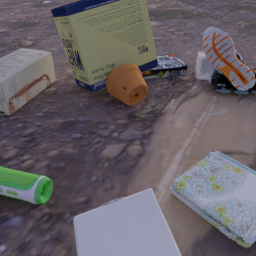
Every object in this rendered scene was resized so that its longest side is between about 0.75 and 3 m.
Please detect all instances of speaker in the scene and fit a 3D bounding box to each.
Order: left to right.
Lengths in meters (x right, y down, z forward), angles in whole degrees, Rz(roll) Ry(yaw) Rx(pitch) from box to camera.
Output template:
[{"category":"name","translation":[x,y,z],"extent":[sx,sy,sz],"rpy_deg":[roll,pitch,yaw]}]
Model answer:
[{"category":"speaker","translation":[-2.452,1.249,6.195],"extent":[1.467,0.649,0.649],"rpy_deg":[9,35,14]}]

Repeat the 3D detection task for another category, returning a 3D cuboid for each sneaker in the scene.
[{"category":"sneaker","translation":[2.446,-1.706,6.958],"extent":[0.693,1.770,0.683],"rpy_deg":[-33,8,25]}]

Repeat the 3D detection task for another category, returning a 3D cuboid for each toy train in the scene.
[{"category":"toy train","translation":[4.234,-1.804,10.547],"extent":[2.350,1.001,1.339],"rpy_deg":[4,22,9]}]

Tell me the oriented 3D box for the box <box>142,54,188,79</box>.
[{"category":"box","translation":[1.269,-2.699,12.246],"extent":[2.204,0.440,1.509],"rpy_deg":[-9,35,-13]}]

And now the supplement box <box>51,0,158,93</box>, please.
[{"category":"supplement box","translation":[-0.793,-3.268,10.254],"extent":[2.878,2.875,1.932],"rpy_deg":[-26,29,-19]}]

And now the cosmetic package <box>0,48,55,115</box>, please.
[{"category":"cosmetic package","translation":[-4.054,-1.776,10.127],"extent":[1.503,1.269,2.908],"rpy_deg":[11,36,17]}]

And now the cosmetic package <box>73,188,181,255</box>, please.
[{"category":"cosmetic package","translation":[0.203,2.399,3.866],"extent":[1.491,1.086,2.932],"rpy_deg":[-19,35,-2]}]

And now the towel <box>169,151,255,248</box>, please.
[{"category":"towel","translation":[2.162,1.413,6.110],"extent":[1.724,0.485,2.014],"rpy_deg":[-28,43,-31]}]

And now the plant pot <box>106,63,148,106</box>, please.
[{"category":"plant pot","translation":[0.060,-1.415,9.705],"extent":[1.347,1.347,0.943],"rpy_deg":[-20,56,-27]}]

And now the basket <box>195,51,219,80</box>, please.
[{"category":"basket","translation":[3.575,-2.614,11.661],"extent":[1.476,1.000,0.910],"rpy_deg":[3,30,4]}]
